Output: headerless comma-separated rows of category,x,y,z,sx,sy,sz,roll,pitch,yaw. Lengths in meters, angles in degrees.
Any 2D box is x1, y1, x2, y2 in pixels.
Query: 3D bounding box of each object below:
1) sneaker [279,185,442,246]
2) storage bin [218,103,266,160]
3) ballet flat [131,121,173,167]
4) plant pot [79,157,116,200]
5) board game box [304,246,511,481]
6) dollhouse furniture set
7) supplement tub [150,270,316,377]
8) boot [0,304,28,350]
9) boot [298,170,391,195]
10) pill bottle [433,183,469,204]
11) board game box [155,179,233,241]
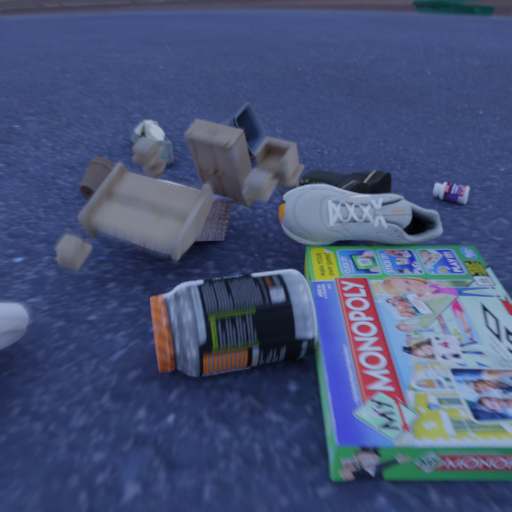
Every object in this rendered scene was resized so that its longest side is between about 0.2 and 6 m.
sneaker,1.931,-0.752,9.971,3.090,1.170,1.421,4,-8,-25
storage bin,-0.607,-3.195,15.385,1.242,1.346,1.850,-19,23,24
ballet flat,-2.907,-3.335,15.763,0.952,0.900,2.825,-10,31,-19
plant pot,-3.696,-1.711,13.153,0.941,0.941,0.821,14,52,22
board game box,2.380,1.212,8.219,3.052,0.660,4.535,1,30,0
dollhouse furniture set,-1.195,-0.548,10.279,3.066,1.755,3.595,17,60,22
supplement tub,-0.353,0.958,7.963,2.183,1.338,1.338,-6,31,-13
boot,-3.866,1.539,7.155,1.295,0.997,2.710,48,30,13
boot,1.517,-1.250,12.242,2.018,1.130,2.918,12,20,30
pill bottle,4.533,-1.472,13.048,0.752,0.419,0.419,15,33,23
board game box,-1.667,-0.956,11.205,1.828,0.885,1.457,19,11,30
